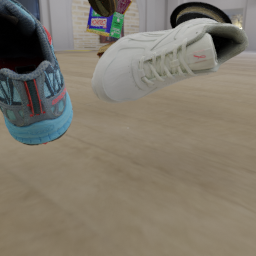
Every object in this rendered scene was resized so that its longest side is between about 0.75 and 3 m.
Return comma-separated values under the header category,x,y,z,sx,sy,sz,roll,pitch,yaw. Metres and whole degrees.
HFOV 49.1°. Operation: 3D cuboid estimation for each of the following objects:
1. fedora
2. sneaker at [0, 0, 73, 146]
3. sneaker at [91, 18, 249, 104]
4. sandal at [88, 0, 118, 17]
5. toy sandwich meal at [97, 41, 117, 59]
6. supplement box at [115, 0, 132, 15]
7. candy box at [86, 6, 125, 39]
category,x,y,z,sx,sy,sz,roll,pitch,yaw
fedora,2.248,-3.003,9.001,2.095,0.957,2.095,19,-20,7
sneaker,-1.265,-1.044,3.239,0.964,1.161,2.430,-22,60,-20
sneaker,0.784,-1.269,4.924,2.985,1.163,1.483,-28,21,-13
sandal,-0.395,-2.611,3.986,0.529,1.940,0.793,-36,43,-25
toy sandwich meal,-0.604,-2.945,10.617,1.260,0.432,1.260,-16,24,8
supplement box,-0.361,-3.302,7.175,0.538,0.424,0.821,47,28,14
candy box,-0.816,-4.415,10.710,0.670,1.739,1.470,-6,24,-46
